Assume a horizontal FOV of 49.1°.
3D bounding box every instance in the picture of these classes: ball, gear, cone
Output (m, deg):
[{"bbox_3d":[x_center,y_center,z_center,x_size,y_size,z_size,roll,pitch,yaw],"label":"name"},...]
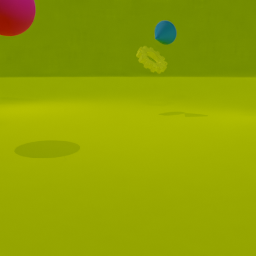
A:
[{"bbox_3d":[-2.918,-2.904,6.673,1.365,1.365,1.365,0,11,0],"label":"ball"},{"bbox_3d":[0.999,-2.841,11.624,1.350,0.250,1.350,20,44,-21],"label":"gear"},{"bbox_3d":[1.304,-3.681,11.177,0.966,0.966,0.970,7,33,32],"label":"cone"}]
